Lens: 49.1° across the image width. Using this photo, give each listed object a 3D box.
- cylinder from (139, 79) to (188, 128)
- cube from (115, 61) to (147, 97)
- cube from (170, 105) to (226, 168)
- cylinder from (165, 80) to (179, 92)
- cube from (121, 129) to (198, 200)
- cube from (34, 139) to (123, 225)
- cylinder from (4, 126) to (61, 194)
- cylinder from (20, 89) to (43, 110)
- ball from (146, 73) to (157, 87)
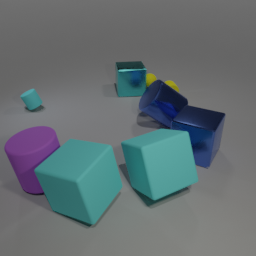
[{"bbox_3d":[1.369,-0.941,10.930,1.400,1.400,1.400,31,22,-20],"label":"cylinder"},{"bbox_3d":[0.121,-2.501,14.215,1.400,1.400,1.400,-4,30,-6],"label":"cube"},{"bbox_3d":[2.290,0.236,9.342,1.400,1.400,1.400,16,33,26],"label":"cube"},{"bbox_3d":[2.052,-1.874,13.611,0.700,0.700,0.700,-4,28,-7],"label":"cylinder"},{"bbox_3d":[0.826,0.902,7.619,1.400,1.400,1.400,-17,9,-21],"label":"cube"},{"bbox_3d":[-1.181,1.282,7.069,1.400,1.400,1.400,7,35,31],"label":"cube"},{"bbox_3d":[-2.562,0.881,7.967,1.400,1.400,1.400,-7,31,4],"label":"cylinder"},{"bbox_3d":[-4.279,-1.270,12.434,0.700,0.700,0.700,-21,27,11],"label":"cylinder"},{"bbox_3d":[1.140,-2.488,14.595,0.700,0.700,0.700,0,29,0],"label":"ball"}]
